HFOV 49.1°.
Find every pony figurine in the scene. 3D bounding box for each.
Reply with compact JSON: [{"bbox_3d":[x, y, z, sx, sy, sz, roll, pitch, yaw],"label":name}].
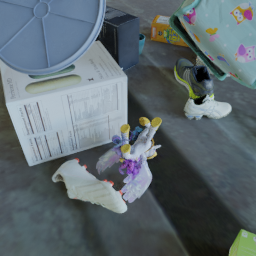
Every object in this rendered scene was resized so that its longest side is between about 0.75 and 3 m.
[{"bbox_3d":[0.145,0.662,7.040,1.833,1.899,1.581,-40,62,-15],"label":"pony figurine"}]

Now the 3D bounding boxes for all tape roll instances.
[{"bbox_3d":[3.843,-2.791,11.544,2.002,0.366,2.002,0,42,0],"label":"tape roll"}]

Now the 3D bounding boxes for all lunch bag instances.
[{"bbox_3d":[2.464,-2.531,7.179,2.542,1.820,2.984,43,14,-12],"label":"lunch bag"}]

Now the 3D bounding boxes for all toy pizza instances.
[{"bbox_3d":[-1.624,-2.244,5.567,2.537,0.402,2.537,-2,82,13],"label":"toy pizza"}]

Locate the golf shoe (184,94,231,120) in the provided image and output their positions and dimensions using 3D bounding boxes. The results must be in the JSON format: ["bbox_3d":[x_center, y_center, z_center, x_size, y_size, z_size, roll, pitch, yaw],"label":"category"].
[{"bbox_3d":[2.630,-0.723,9.023,1.616,0.786,0.633,-7,41,-10],"label":"golf shoe"}]

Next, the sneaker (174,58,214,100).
[{"bbox_3d":[2.438,-1.914,10.092,0.954,1.046,2.583,-11,44,-12],"label":"sneaker"}]

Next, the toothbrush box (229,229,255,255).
[{"bbox_3d":[2.148,2.715,5.224,0.536,0.906,1.244,17,46,18],"label":"toothbrush box"}]

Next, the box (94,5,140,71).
[{"bbox_3d":[-0.624,-3.566,11.197,1.211,1.954,1.921,-33,52,-31],"label":"box"}]

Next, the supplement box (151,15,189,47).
[{"bbox_3d":[2.506,-4.370,12.815,2.868,0.954,0.987,16,49,18],"label":"supplement box"}]

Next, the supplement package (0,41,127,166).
[{"bbox_3d":[-1.775,-0.796,8.028,2.937,2.212,2.229,-16,45,-17],"label":"supplement package"}]

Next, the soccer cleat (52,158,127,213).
[{"bbox_3d":[-0.942,1.505,6.719,2.166,0.751,0.840,27,54,35],"label":"soccer cleat"}]

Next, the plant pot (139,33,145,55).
[{"bbox_3d":[0.338,-3.596,12.130,0.793,0.745,0.793,0,43,0],"label":"plant pot"}]
